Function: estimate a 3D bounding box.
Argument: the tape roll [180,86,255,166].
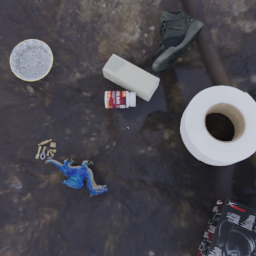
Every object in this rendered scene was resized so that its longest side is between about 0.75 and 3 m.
[{"bbox_3d":[3.231,-0.075,9.743,2.702,0.945,2.702,0,74,0],"label":"tape roll"}]

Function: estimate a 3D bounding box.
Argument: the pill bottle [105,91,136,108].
[{"bbox_3d":[-0.275,-1.035,10.175,1.093,0.624,0.624,-1,75,0],"label":"pill bottle"}]

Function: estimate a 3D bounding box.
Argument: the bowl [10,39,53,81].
[{"bbox_3d":[-3.482,-2.417,10.455,1.572,0.738,1.572,0,83,1],"label":"bowl"}]

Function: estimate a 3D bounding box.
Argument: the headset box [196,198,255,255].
[{"bbox_3d":[3.369,3.865,8.597,2.077,1.078,2.791,23,77,6],"label":"headset box"}]

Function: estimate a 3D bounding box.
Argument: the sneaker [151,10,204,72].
[{"bbox_3d":[1.476,-3.377,10.615,1.582,1.056,2.762,38,75,11],"label":"sneaker"}]

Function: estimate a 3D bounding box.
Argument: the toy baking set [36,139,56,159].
[{"bbox_3d":[-2.936,0.764,9.958,0.819,0.095,0.629,-17,75,-5],"label":"toy baking set"}]

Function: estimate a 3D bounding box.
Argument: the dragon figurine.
[{"bbox_3d":[-1.809,1.657,9.408,2.319,0.682,1.153,7,75,1],"label":"dragon figurine"}]

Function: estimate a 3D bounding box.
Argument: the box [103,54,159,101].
[{"bbox_3d":[0.106,-1.862,10.371,1.995,0.682,0.820,32,78,8],"label":"box"}]
